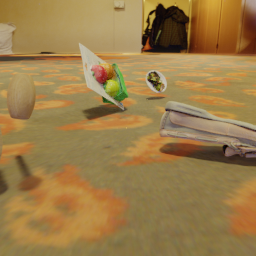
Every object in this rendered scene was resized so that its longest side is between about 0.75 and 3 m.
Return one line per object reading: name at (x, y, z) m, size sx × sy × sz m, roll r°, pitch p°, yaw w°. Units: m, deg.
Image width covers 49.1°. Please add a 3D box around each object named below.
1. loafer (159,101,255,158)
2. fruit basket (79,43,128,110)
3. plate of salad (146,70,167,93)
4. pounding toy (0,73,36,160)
loafer at (1.815, 0.187, 5.492) m, size 2.454 × 0.772 × 0.882 m, roll 20°, pitch -3°, yaw 15°
fruit basket at (-0.828, -1.534, 8.719) m, size 0.869 × 1.718 × 1.855 m, roll -31°, pitch -31°, yaw 29°
plate of salad at (1.104, -1.793, 10.673) m, size 0.936 × 0.936 × 0.225 m, roll -10°, pitch -13°, yaw -28°
pounding toy at (-2.569, 0.254, 4.447) m, size 2.833 × 1.620 × 1.625 m, roll -12°, pitch -19°, yaw 24°
